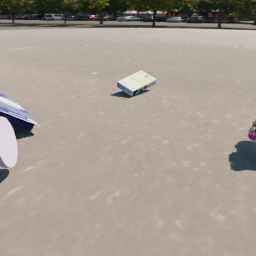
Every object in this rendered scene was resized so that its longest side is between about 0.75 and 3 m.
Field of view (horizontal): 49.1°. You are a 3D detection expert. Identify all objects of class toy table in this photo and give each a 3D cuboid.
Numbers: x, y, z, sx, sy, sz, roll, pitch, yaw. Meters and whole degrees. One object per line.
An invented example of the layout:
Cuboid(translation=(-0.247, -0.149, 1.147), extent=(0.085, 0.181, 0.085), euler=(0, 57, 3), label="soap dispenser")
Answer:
Cuboid(translation=(-2.804, 0.312, 5.599), extent=(0.807, 1.378, 1.266), euler=(-2, 48, -4), label="toy table")

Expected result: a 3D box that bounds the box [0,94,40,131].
Cuboid(translation=(-3.637, -0.578, 8.246), extent=(1.413, 0.378, 2.332), euler=(28, 3, -44), label="box")

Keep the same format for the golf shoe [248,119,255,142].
Cuboid(translation=(3.873, -0.292, 6.811), extent=(1.092, 0.898, 2.385), euler=(41, 68, 3), label="golf shoe")

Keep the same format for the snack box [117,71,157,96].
Cuboid(translation=(0.380, -1.890, 11.725), extent=(0.891, 0.285, 1.534), euler=(36, 48, 27), label="snack box")
